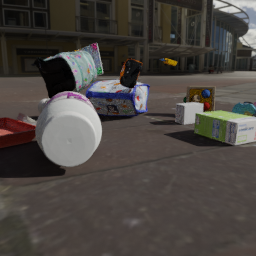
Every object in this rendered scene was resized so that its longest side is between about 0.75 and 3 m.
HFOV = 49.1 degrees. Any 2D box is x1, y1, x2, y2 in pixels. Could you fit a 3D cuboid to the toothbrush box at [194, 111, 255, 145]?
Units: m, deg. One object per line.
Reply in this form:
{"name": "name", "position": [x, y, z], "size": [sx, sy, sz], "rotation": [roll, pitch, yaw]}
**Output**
{"name": "toothbrush box", "position": [3.063, -0.055, 8.674], "size": [1.196, 0.707, 1.643], "rotation": [-7, 14, -30]}

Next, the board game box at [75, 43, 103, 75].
{"name": "board game box", "position": [-1.482, -2.463, 10.434], "size": [1.131, 1.131, 0.146], "rotation": [-7, 7, 39]}

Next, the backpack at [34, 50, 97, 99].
{"name": "backpack", "position": [-2.161, -1.947, 9.905], "size": [1.361, 1.794, 2.150], "rotation": [-38, 22, -35]}

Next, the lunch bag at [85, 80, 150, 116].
{"name": "lunch bag", "position": [-0.398, -1.321, 12.267], "size": [2.189, 1.595, 2.575], "rotation": [4, 6, 16]}

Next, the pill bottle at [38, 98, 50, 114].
{"name": "pill bottle", "position": [-2.920, -0.779, 11.385], "size": [1.600, 0.915, 0.915], "rotation": [10, 16, 40]}

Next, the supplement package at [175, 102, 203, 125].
{"name": "supplement package", "position": [2.373, -0.574, 10.836], "size": [0.946, 0.737, 0.525], "rotation": [-7, 15, -28]}

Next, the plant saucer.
{"name": "plant saucer", "position": [-4.184, 0.208, 8.149], "size": [2.452, 0.451, 2.456], "rotation": [12, 17, 42]}

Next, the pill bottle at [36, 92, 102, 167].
{"name": "pill bottle", "position": [-1.427, -0.032, 6.849], "size": [1.504, 1.504, 2.678], "rotation": [-3, 14, -11]}

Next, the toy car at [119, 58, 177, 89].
{"name": "toy car", "position": [0.673, -2.077, 10.483], "size": [2.183, 1.071, 0.726], "rotation": [-5, 20, -19]}

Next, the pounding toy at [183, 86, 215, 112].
{"name": "pounding toy", "position": [2.970, -1.107, 12.170], "size": [1.505, 1.386, 1.070], "rotation": [2, 1, 9]}

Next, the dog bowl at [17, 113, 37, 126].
{"name": "dog bowl", "position": [-3.353, -0.204, 9.491], "size": [0.856, 0.251, 0.856], "rotation": [23, -14, 6]}

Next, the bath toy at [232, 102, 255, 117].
{"name": "bath toy", "position": [5.215, -0.696, 11.011], "size": [2.433, 0.899, 1.058], "rotation": [-8, 59, -38]}
